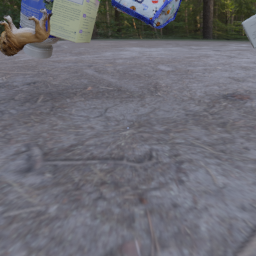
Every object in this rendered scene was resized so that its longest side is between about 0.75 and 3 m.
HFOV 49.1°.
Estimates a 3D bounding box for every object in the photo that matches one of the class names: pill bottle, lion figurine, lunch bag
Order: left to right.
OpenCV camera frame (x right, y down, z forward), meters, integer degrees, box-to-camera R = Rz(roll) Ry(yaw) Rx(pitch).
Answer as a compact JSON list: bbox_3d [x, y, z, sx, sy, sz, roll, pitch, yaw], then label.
[{"bbox_3d":[-2.594,-2.383,7.171,1.641,1.005,0.595,-7,46,2],"label":"lion figurine"},{"bbox_3d":[-3.094,-3.902,10.055,1.442,2.574,1.442,13,34,-9],"label":"pill bottle"},{"bbox_3d":[0.654,-4.173,9.292,1.694,1.234,1.992,33,50,15],"label":"lunch bag"}]

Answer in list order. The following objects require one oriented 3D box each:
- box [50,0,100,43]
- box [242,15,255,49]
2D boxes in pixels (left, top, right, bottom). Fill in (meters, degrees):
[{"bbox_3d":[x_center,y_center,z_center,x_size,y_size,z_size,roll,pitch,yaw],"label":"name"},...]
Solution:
[{"bbox_3d":[-1.735,-4.042,9.484,1.004,2.076,1.826,18,19,2],"label":"box"},{"bbox_3d":[3.465,-2.543,6.872,1.103,0.721,1.098,-26,6,28],"label":"box"}]
